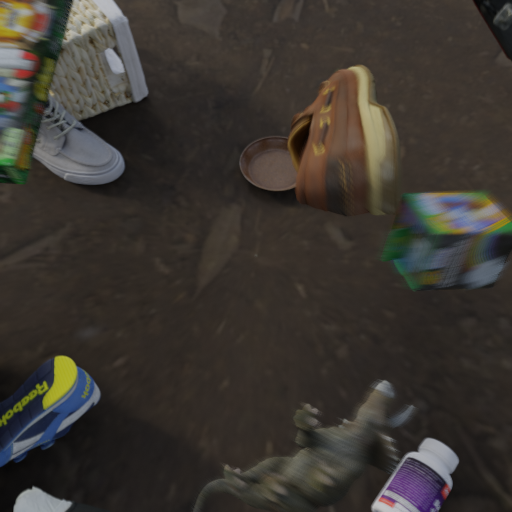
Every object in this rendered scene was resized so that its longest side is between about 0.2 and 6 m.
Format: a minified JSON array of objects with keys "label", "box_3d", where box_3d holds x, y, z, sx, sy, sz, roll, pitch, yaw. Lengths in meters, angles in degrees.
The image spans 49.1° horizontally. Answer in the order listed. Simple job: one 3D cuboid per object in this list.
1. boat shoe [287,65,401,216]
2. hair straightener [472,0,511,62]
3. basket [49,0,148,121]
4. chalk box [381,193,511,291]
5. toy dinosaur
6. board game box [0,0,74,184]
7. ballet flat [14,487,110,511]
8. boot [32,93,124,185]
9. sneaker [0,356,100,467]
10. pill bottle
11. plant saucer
[{"label":"boat shoe","box_3d":[0.757,-1.231,5.549,0.912,0.972,2.700,-6,31,6]},{"label":"hair straightener","box_3d":[3.163,-3.590,7.207,0.729,3.561,1.370,-28,44,24]},{"label":"basket","box_3d":[-3.266,-3.753,9.692,1.575,1.730,2.553,-31,62,-14]},{"label":"chalk box","box_3d":[1.593,-0.132,4.948,1.044,0.651,0.647,0,37,-13]},{"label":"toy dinosaur","box_3d":[0.340,1.518,3.826,1.674,0.856,0.644,-40,42,9]},{"label":"board game box","box_3d":[-3.291,-2.677,6.540,2.048,0.459,3.910,2,67,4]},{"label":"ballet flat","box_3d":[-2.557,2.907,5.839,2.041,0.694,0.698,-18,88,-12]},{"label":"boot","box_3d":[-3.261,-2.035,8.846,2.467,1.179,0.907,23,60,14]},{"label":"sneaker","box_3d":[-2.651,1.981,6.531,1.895,0.779,0.701,-35,54,3]},{"label":"pill bottle","box_3d":[1.794,2.566,6.206,0.574,0.574,1.030,35,64,20]},{"label":"plant saucer","box_3d":[0.318,-1.443,9.044,1.164,0.213,1.164,0,56,0]}]
